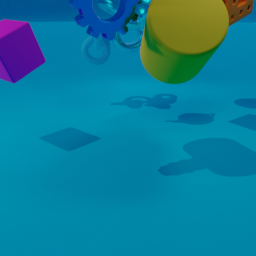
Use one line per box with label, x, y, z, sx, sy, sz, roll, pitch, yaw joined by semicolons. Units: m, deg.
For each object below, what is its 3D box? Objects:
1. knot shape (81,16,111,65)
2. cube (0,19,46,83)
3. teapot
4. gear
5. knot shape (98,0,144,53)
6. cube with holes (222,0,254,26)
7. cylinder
knot shape;-0.918;-2.955;9.176;0.726;1.470;1.571;31;73;18
cube;-2.684;-1.751;6.329;0.984;0.984;0.984;19;52;33
teapot;0.477;-3.075;7.283;1.702;0.833;1.058;-44;-3;-8
gear;-0.335;-2.052;4.510;1.195;1.195;0.221;-13;36;-29
knot shape;-0.078;-3.347;9.096;0.916;1.856;1.983;-17;7;29
cube with holes;2.266;-3.212;6.690;1.069;1.069;1.069;-35;47;-27
cylinder;0.977;-1.704;5.307;1.386;1.386;1.386;-1;-11;-3
